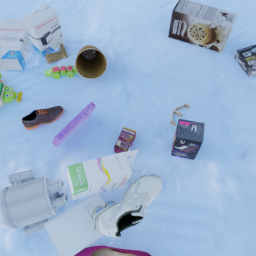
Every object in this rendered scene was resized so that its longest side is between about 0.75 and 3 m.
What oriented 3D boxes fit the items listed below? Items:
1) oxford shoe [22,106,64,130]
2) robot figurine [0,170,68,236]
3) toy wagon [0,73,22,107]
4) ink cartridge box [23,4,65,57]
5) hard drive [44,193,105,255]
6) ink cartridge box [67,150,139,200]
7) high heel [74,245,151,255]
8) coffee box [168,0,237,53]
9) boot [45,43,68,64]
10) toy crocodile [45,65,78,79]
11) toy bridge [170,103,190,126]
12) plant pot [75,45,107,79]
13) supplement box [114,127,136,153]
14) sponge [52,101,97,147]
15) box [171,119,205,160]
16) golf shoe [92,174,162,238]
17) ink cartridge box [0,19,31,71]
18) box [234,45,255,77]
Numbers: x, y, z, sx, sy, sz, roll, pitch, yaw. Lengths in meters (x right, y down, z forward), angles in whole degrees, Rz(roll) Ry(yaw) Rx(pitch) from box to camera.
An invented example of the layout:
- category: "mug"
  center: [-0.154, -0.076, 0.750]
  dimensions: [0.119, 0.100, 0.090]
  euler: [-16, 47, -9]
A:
- category: "oxford shoe"
  center: [-3.404, -0.503, 11.249]
  dimensions: [1.715, 0.622, 0.610]
  euler: [-28, 64, -15]
- category: "robot figurine"
  center: [-3.258, 2.436, 9.153]
  dimensions: [2.444, 1.380, 2.072]
  euler: [-15, 89, -9]
- category: "toy wagon"
  center: [-5.971, -1.460, 11.821]
  dimensions: [2.875, 0.569, 2.230]
  euler: [0, 61, 0]
- category: "ink cartridge box"
  center: [-3.753, -4.387, 12.736]
  dimensions: [1.341, 1.848, 0.774]
  euler: [-40, 68, -20]
- category: "hard drive"
  center: [-1.507, 3.164, 9.139]
  dimensions: [2.025, 0.270, 1.336]
  euler: [-25, 60, -26]
- category: "ink cartridge box"
  center: [-0.741, 1.550, 9.309]
  dimensions: [2.406, 1.409, 0.810]
  euler: [-13, 66, -18]
- category: "high heel"
  center: [-0.508, 3.924, 8.389]
  dimensions: [2.593, 1.246, 0.874]
  euler: [0, 61, 0]
- category: "coffee box"
  center: [3.423, -4.787, 13.137]
  dimensions: [2.754, 1.556, 1.099]
  euler: [21, 63, 12]
- category: "boot"
  center: [-3.408, -3.511, 13.125]
  dimensions: [1.002, 0.332, 0.878]
  euler: [-19, 62, -9]
- category: "toy crocodile"
  center: [-2.913, -2.559, 12.486]
  dimensions: [1.610, 0.497, 0.544]
  euler: [-6, 61, -3]
- category: "toy bridge"
  center: [2.061, -0.595, 11.568]
  dimensions: [0.405, 0.164, 1.205]
  euler: [32, 66, 20]
- category: "plant pot"
  center: [-1.651, -3.062, 12.234]
  dimensions: [1.354, 1.354, 1.453]
  euler: [-9, 36, -5]
- category: "supplement box"
  center: [-0.106, 0.524, 10.780]
  dimensions: [0.552, 0.428, 1.000]
  euler: [19, 62, 11]
- category: "sponge"
  center: [-2.043, -0.129, 10.618]
  dimensions: [0.297, 1.112, 1.993]
  euler: [44, 64, -3]
- category: "box"
  center: [2.150, 0.433, 10.197]
  dimensions: [0.935, 1.529, 0.811]
  euler: [10, 61, 6]
- category: "golf shoe"
  center: [0.288, 2.517, 8.876]
  dimensions: [2.794, 1.094, 1.358]
  euler: [-32, 25, -29]
- category: "ink cartridge box"
  center: [-5.417, -3.879, 13.020]
  dimensions: [1.456, 0.851, 2.510]
  euler: [1, 61, 1]
- category: "box"
  center: [5.985, -3.178, 12.864]
  dimensions: [1.734, 0.431, 1.367]
  euler: [-18, 63, -11]
